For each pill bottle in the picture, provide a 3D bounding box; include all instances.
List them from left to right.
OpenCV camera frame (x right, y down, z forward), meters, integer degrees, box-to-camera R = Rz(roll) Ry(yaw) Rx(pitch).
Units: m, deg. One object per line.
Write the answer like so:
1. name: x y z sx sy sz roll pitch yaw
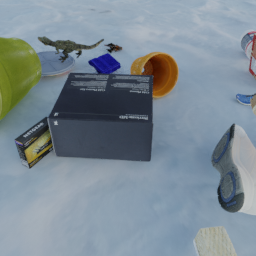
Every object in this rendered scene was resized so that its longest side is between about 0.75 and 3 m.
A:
1. pill bottle: 5.833 -3.927 13.026 1.013 1.013 1.694 2 38 2

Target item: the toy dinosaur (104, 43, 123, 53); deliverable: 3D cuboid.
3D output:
1. toy dinosaur: -0.737 -3.887 13.561 0.923 0.472 0.627 -2 19 28

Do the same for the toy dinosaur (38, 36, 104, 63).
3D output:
1. toy dinosaur: -2.306 -3.214 11.379 2.560 1.128 0.608 -3 69 -16

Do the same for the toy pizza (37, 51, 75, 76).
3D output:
1. toy pizza: -3.402 -2.695 11.980 2.276 0.361 2.276 1 38 -1

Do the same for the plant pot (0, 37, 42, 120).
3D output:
1. plant pot: -4.382 -1.762 9.130 2.926 2.926 2.817 12 30 15

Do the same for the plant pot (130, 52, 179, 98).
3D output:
1. plant pot: 0.823 -2.053 10.386 1.577 1.577 1.443 -17 25 -20

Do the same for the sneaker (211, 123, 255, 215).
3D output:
1. sneaker: 2.872 1.013 6.956 1.266 1.083 2.907 21 41 -4

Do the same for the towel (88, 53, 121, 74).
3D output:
1. towel: -0.921 -2.640 11.509 0.914 0.307 1.238 46 45 6

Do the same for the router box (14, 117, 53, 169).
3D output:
1. router box: -2.436 0.384 7.609 0.306 0.920 1.170 20 43 24

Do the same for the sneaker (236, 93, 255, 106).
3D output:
1. sneaker: 4.386 -1.061 9.781 1.148 0.512 0.451 15 40 19

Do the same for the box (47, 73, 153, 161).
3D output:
1. box: -0.621 -0.413 8.213 2.701 1.406 2.459 3 38 4

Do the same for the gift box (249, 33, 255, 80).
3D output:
1. gift box: 5.958 -2.555 10.673 1.926 1.903 2.062 -5 40 5

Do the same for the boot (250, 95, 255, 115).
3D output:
1. boot: 3.806 0.199 6.154 2.715 1.019 1.456 12 57 -31

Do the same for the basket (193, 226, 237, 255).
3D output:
1. basket: 1.683 2.387 5.370 0.592 0.539 0.873 -4 38 -6
